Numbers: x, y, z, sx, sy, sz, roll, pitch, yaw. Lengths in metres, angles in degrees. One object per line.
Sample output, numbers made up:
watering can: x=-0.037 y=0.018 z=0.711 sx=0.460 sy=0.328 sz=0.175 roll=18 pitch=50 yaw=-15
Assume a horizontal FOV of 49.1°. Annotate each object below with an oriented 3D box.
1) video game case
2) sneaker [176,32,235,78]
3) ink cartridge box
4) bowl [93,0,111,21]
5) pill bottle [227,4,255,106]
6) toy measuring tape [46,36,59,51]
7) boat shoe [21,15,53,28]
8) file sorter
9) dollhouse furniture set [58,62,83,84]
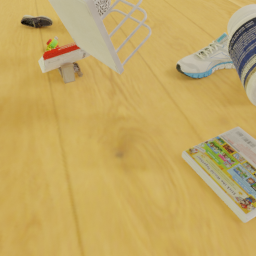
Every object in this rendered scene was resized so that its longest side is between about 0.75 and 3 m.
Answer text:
video game case: x=2.655 y=0.943 z=6.596 sx=1.903 sy=0.239 sz=2.091 roll=-21 pitch=47 yaw=-21
sneaker: x=2.997 y=-2.662 z=9.812 sx=2.951 sy=1.279 sz=1.106 roll=-19 pitch=47 yaw=-18
ink cartridge box: x=-1.936 y=-2.329 z=8.999 sx=1.678 sy=0.589 sz=2.065 roll=-25 pitch=18 yaw=-18
bowl: x=-1.727 y=-5.145 z=12.447 sx=2.277 sy=1.069 sz=2.277 roll=-9 pitch=18 yaw=3
pill bottle: x=2.545 y=-1.439 z=5.257 sx=1.137 sy=1.137 sz=2.048 roll=-1 pitch=50 yaw=-1
toy measuring tape: x=-2.948 y=-3.460 z=11.255 sx=0.491 sy=0.491 sz=1.334 roll=4 pitch=42 yaw=4
boat shoe: x=-4.155 y=-4.790 z=12.728 sx=1.506 sy=0.542 sz=0.488 roll=11 pitch=54 yaw=9
file sorter: x=-0.588 y=-2.680 z=6.156 sx=1.625 sy=2.342 sz=1.458 roll=37 pitch=82 yaw=23
dollhouse furniture set: x=-2.118 y=-2.249 z=9.818 sx=0.734 sy=0.627 sz=1.416 roll=-18 pitch=45 yaw=-19
